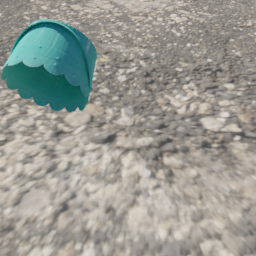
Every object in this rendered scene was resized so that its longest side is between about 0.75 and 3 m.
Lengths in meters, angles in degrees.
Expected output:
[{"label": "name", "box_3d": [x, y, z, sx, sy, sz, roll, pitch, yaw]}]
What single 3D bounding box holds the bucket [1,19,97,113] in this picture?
[{"label": "bucket", "box_3d": [-0.894, -0.727, 3.377, 1.061, 1.061, 0.691, 9, 68, 10]}]
